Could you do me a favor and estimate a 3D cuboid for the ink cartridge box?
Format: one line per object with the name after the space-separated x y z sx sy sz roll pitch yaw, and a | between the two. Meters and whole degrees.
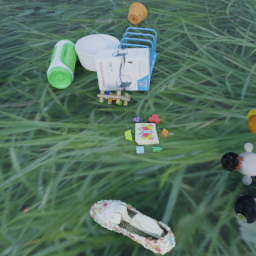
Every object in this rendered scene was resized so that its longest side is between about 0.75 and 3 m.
-0.165 -2.233 10.792 1.971 1.443 0.846 -1 43 6 | ink cartridge box

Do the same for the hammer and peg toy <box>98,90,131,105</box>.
-0.451 -1.076 10.230 0.946 0.454 1.287 7 1 22 | hammer and peg toy

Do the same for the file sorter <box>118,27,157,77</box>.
0.358 -3.189 11.966 1.507 1.332 2.171 8 46 9 | file sorter

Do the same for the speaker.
-2.698 -2.712 11.673 1.074 1.074 2.428 -2 44 -2 | speaker

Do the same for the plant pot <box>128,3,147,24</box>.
0.450 -6.193 15.330 1.028 1.028 0.719 19 63 18 | plant pot

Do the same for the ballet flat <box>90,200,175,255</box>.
0.091 2.240 6.864 2.306 0.737 0.872 19 48 19 | ballet flat

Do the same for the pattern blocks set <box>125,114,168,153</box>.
0.622 0.170 9.397 1.451 0.134 1.651 -10 46 -10 | pattern blocks set

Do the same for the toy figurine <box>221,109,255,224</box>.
3.529 0.978 6.959 1.670 2.400 2.363 6 44 -14 | toy figurine

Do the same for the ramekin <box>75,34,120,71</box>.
-1.293 -3.286 12.354 1.955 0.910 1.955 0 44 0 | ramekin
